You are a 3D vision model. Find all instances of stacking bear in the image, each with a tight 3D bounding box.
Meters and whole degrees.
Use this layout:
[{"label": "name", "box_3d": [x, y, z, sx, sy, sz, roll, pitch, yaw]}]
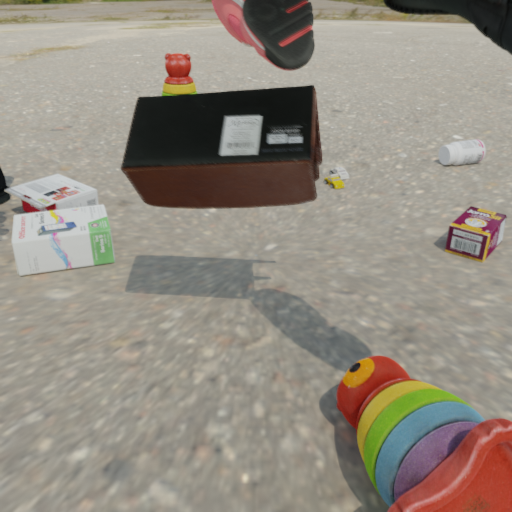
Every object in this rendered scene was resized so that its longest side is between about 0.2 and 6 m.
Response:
[{"label": "stacking bear", "box_3d": [1.311, 1.513, 4.758, 1.192, 1.116, 1.963, -43, 24, 0]}, {"label": "stacking bear", "box_3d": [-2.097, -4.570, 15.361, 1.149, 1.891, 1.076, 5, 28, 9]}]

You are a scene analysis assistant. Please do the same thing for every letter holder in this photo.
[{"label": "letter holder", "box_3d": [-0.262, -0.968, 6.062, 1.881, 1.337, 0.946, 0, 62, 11]}]

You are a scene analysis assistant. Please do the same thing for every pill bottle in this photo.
[{"label": "pill bottle", "box_3d": [4.604, -2.308, 12.558, 0.915, 0.518, 0.518, -10, 29, -17]}]

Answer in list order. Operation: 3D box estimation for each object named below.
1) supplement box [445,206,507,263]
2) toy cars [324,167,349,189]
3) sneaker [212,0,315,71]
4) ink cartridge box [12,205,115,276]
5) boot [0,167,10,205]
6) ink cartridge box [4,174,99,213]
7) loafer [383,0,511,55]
[{"label": "supplement box", "box_3d": [3.494, -0.356, 8.886, 0.627, 0.494, 0.957, 19, 33, 32]}, {"label": "toy cars", "box_3d": [1.681, -1.673, 11.657, 0.478, 0.236, 1.067, 9, 29, 16]}, {"label": "sneaker", "box_3d": [0.072, -4.119, 9.698, 1.140, 1.342, 3.094, -27, 65, -10]}, {"label": "ink cartridge box", "box_3d": [-2.949, -0.259, 8.580, 1.403, 0.614, 1.019, -10, 30, -15]}, {"label": "boot", "box_3d": [-5.341, -1.569, 9.683, 0.864, 1.900, 2.262, 12, 30, 22]}, {"label": "ink cartridge box", "box_3d": [-3.628, -0.948, 9.959, 1.270, 0.532, 1.115, 23, 35, 36]}, {"label": "loafer", "box_3d": [1.495, -1.413, 3.034, 0.716, 0.740, 2.108, -3, 19, -38]}]
